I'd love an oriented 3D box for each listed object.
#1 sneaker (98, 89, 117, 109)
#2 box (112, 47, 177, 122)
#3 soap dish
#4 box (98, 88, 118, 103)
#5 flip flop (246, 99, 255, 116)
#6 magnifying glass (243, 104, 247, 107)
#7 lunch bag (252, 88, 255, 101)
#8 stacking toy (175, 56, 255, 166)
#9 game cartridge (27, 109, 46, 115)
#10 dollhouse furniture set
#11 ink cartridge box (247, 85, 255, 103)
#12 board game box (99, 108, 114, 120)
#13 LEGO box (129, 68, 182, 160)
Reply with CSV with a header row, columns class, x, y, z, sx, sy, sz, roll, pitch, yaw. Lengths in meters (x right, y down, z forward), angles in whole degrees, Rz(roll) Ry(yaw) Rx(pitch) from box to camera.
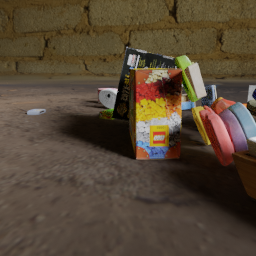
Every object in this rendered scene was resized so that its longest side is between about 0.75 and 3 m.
class,x,y,z,sx,sy,sz,roll,pitch,yaw
sneaker,-0.103,-1.245,12.841,2.361,0.862,1.321,17,15,30
box,0.559,-1.171,8.420,1.721,2.155,0.532,12,14,-2
soap dish,2.732,0.687,3.411,1.767,0.912,2.247,-5,14,-24
box,-0.803,-1.620,14.394,0.736,0.798,1.556,-11,17,-41
flip flop,4.910,-0.498,8.614,1.160,0.824,2.861,-4,25,-23
magnifying glass,5.692,-0.959,12.682,2.648,0.297,1.054,-1,12,-12
lunch bag,5.031,-0.469,6.660,2.550,1.911,2.999,-4,42,-17
stacking toy,1.917,-0.570,5.819,1.047,2.244,2.479,-22,14,7
game cartridge,-3.788,-0.666,11.523,0.535,0.167,0.803,5,13,5
dollhouse furniture set,2.897,-1.421,11.710,1.060,1.534,1.625,-10,4,-39
ink cartridge box,6.555,-1.609,13.881,1.133,0.983,0.247,7,14,30
board game box,-0.545,-0.555,10.707,0.566,0.265,1.114,7,14,30
LEGO box,0.549,-0.498,6.710,0.949,1.831,2.459,-1,12,-2
